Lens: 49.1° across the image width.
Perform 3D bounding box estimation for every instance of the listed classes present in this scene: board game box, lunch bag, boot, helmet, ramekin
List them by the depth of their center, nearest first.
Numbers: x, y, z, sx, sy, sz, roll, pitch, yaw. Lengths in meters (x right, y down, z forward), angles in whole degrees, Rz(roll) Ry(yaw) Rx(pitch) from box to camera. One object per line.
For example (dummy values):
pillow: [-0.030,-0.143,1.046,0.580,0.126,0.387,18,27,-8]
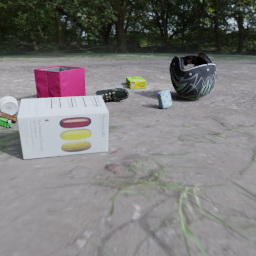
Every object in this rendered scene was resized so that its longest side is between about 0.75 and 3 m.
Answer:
ramekin: [-5.314,-0.932,12.451,0.882,0.882,0.411,-12,35,-31]
lunch bag: [1.791,-1.393,13.642,0.679,0.844,0.348,-22,16,-30]
boot: [-1.057,-1.586,14.515,1.998,0.721,1.509,1,20,22]
helmet: [3.549,-2.750,15.127,2.538,2.538,2.420,-8,53,-23]
board game box: [0.529,-3.140,19.289,1.067,0.500,2.101,-3,19,-8]

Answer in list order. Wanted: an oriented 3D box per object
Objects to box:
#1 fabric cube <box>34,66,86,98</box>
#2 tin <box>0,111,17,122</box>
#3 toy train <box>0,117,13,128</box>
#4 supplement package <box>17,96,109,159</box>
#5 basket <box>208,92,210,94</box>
fabric cube: [-3.412,-2.108,14.252,1.865,1.859,1.830,12,23,30]
tin: [-5.064,-0.495,11.599,1.212,0.254,0.678,14,-14,35]
toy train: [-5.042,-0.258,11.220,1.174,0.331,0.245,11,21,31]
supplement package: [-1.973,-0.085,8.763,2.549,1.450,1.396,-5,29,-14]
basket: [4.399,-2.294,16.529,0.860,0.758,0.598,-21,16,-6]
